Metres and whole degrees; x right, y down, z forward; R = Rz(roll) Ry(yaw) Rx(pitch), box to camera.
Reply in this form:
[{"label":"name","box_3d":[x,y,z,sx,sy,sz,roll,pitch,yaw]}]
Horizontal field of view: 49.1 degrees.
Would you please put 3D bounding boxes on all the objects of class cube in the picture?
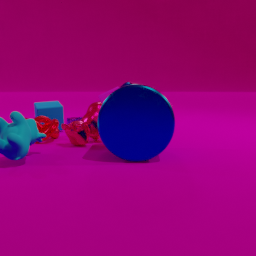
[{"label":"cube","box_3d":[-0.490,-0.871,9.285,0.723,0.723,0.723,-25,3,0]},{"label":"cube","box_3d":[-2.255,-0.335,7.998,0.705,0.705,0.705,-7,21,-23]}]

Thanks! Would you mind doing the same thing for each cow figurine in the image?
[{"label":"cow figurine","box_3d":[-1.822,0.189,4.774,0.569,1.021,1.037,-19,49,3]},{"label":"cow figurine","box_3d":[-0.865,-0.129,6.250,0.665,1.212,1.193,-2,-25,36]}]

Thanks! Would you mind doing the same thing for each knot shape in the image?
[{"label":"knot shape","box_3d":[-2.033,0.020,6.592,1.122,0.518,1.050,-3,10,-41]}]

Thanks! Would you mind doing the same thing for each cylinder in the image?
[{"label":"cylinder","box_3d":[0.154,-0.149,5.171,1.282,1.282,1.282,0,8,2]}]

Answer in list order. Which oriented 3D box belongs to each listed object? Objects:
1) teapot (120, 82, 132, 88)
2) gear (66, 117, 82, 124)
[{"label":"teapot","box_3d":[-0.041,-1.340,10.706,0.609,0.773,1.244,-20,30,-9]},{"label":"gear","box_3d":[-1.447,-0.219,9.377,1.188,0.220,1.188,1,7,0]}]
